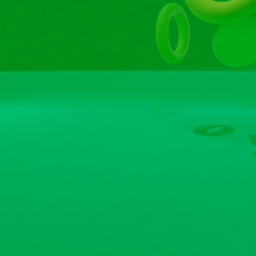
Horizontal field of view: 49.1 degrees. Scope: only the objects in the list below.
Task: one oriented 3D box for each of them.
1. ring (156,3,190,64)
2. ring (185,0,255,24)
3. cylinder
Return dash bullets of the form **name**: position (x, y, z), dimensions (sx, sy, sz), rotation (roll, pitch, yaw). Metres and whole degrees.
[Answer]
- **ring**: position (1.347, -2.759, 8.229), dimensions (0.338, 1.688, 1.688), rotation (8, 15, 37)
- **ring**: position (2.015, -3.094, 5.512), dimensions (2.024, 2.024, 0.405), rotation (10, 5, 36)
- **cylinder**: position (2.677, -2.174, 6.931), dimensions (1.218, 1.218, 1.218), rotation (3, 19, 12)
